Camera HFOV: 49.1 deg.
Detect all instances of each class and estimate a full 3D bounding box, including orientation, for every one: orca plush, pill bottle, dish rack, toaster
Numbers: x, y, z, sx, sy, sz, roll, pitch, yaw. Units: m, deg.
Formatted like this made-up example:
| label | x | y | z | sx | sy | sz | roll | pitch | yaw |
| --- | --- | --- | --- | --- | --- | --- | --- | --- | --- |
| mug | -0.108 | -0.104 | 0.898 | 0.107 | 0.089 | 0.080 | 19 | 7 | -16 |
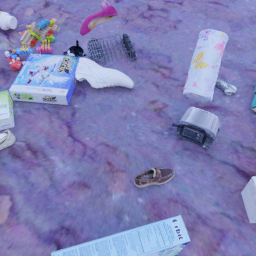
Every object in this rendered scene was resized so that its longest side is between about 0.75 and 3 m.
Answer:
| label | x | y | z | sx | sy | sz | roll | pitch | yaw |
| --- | --- | --- | --- | --- | --- | --- | --- | --- | --- |
| orca plush | -2.514 | -3.735 | 13.064 | 1.089 | 0.736 | 2.070 | 3 | 15 | -2 |
| pill bottle | -7.053 | -5.901 | 15.345 | 1.784 | 0.930 | 0.930 | 14 | 52 | 12 |
| dish rack | -0.849 | -3.937 | 13.991 | 2.321 | 0.633 | 1.780 | -13 | 51 | -8 |
| toaster | 2.611 | -0.072 | 10.605 | 1.711 | 0.972 | 1.105 | 22 | 50 | 18 |

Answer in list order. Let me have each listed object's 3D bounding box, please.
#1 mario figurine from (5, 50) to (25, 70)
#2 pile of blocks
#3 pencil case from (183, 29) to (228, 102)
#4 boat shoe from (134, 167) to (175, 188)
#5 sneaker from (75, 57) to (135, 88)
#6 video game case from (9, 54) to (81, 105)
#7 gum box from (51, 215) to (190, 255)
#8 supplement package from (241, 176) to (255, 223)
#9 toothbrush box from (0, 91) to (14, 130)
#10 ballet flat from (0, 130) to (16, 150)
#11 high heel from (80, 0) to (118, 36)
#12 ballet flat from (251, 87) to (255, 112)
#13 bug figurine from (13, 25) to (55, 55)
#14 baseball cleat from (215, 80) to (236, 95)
| label | x | y | z | sx | sy | sz | roll | pitch | yaw |
| --- | --- | --- | --- | --- | --- | --- | --- | --- | --- |
| mario figurine | -5.343 | -3.329 | 13.410 | 0.837 | 0.719 | 1.356 | -20 | 52 | -17 |
| pile of blocks | -2.747 | -3.127 | 9.068 | 0.457 | 0.603 | 1.469 | 34 | 66 | 22 |
| pencil case | 2.506 | -1.965 | 8.989 | 0.936 | 1.022 | 2.252 | 15 | 91 | 41 |
| boat shoe | 0.911 | 1.602 | 9.504 | 1.470 | 0.529 | 0.530 | -12 | 52 | -9 |
| sneaker | -1.046 | -2.169 | 12.441 | 2.709 | 0.953 | 1.086 | 20 | 86 | 2 |
| video game case | -3.578 | -2.269 | 12.574 | 2.466 | 0.618 | 2.721 | 6 | 50 | 3 |
| gum box | -0.155 | 3.188 | 6.928 | 2.931 | 2.490 | 0.653 | -13 | 57 | -9 |
| supplement package | 4.190 | 2.216 | 8.630 | 0.820 | 1.114 | 1.066 | -1 | 51 | -1 |
| toothbrush box | -5.275 | -0.665 | 11.262 | 1.133 | 0.670 | 1.556 | -13 | 54 | -10 |
| ballet flat | -5.038 | 0.659 | 10.211 | 1.830 | 0.636 | 0.636 | -34 | 58 | -25 |
| high heel | -1.090 | -3.868 | 10.326 | 1.585 | 0.534 | 0.760 | -42 | 73 | 13 |
| ballet flat | 5.833 | -1.421 | 11.972 | 0.746 | 0.807 | 2.393 | 37 | 59 | -8 |
| bug figurine | -4.724 | -4.356 | 14.302 | 1.878 | 0.623 | 2.422 | 1 | 47 | -7 |
| baseball cleat | 4.254 | -1.786 | 12.372 | 1.036 | 0.361 | 0.552 | 21 | 54 | 17 |
